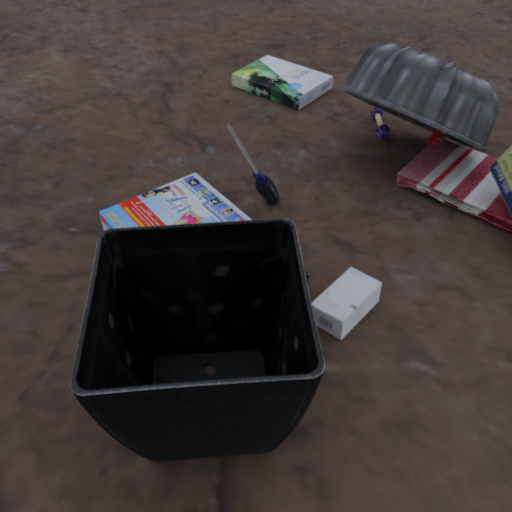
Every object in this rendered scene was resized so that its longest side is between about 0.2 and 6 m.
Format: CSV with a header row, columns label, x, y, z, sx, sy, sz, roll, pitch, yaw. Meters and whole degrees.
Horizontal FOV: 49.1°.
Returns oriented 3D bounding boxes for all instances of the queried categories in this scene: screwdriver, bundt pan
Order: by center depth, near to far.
label,x,y,z,sx,sy,sz,roll,pitch,yaw
screwdriver,-0.080,-1.366,8.746,0.310,2.130,0.297,-45,58,1
bundt pan,2.955,-2.849,9.810,2.836,1.064,2.836,22,16,-7

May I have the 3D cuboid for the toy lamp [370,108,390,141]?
label,x,y,z,sx,sy,sz,roll,pitch,yaw
toy lamp,2.524,-2.665,11.357,0.292,0.292,1.005,2,42,2

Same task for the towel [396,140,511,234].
label,x,y,z,sx,sy,sz,roll,pitch,yaw
towel,3.963,-1.246,9.818,2.532,0.288,1.823,30,48,26

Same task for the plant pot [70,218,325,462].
label,x,y,z,sx,sy,sz,roll,pitch,yaw
plant pot,-0.570,1.056,6.064,2.167,1.923,2.162,-3,42,-4

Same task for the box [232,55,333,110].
label,x,y,z,sx,sy,sz,roll,pitch,yaw
box,0.589,-3.977,12.741,1.898,0.345,1.369,27,48,28

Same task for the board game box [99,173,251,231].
label,x,y,z,sx,sy,sz,roll,pitch,yaw
board game box,-1.189,-0.387,8.684,1.788,0.510,1.826,-27,49,-26

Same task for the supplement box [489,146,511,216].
label,x,y,z,sx,sy,sz,roll,pitch,yaw
supplement box,4.721,-1.126,8.082,1.225,1.823,1.824,10,51,-21

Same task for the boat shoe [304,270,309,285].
label,x,y,z,sx,sy,sz,roll,pitch,yaw
boat shoe,0.437,0.372,7.828,0.540,0.630,1.723,12,38,-12

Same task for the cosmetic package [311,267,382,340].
label,x,y,z,sx,sy,sz,roll,pitch,yaw
cosmetic package,1.228,0.634,7.651,0.547,0.393,0.969,27,50,29

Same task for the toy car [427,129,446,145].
label,x,y,z,sx,sy,sz,roll,pitch,yaw
toy car,3.642,-2.459,10.407,0.882,0.209,0.938,-19,40,37
